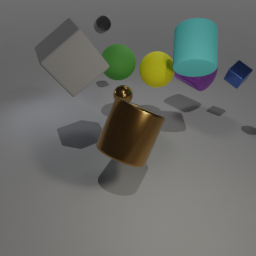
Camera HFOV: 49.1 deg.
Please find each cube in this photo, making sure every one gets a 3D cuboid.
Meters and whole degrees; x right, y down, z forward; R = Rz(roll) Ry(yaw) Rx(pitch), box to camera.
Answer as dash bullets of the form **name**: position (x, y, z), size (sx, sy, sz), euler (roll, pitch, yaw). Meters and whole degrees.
- **cube**: position (4.509, -2.191, 11.488), size (0.700, 0.700, 0.700), euler (-41, 72, -16)
- **cube**: position (-1.648, -2.059, 8.155), size (1.400, 1.400, 1.400), euler (-39, 40, 4)

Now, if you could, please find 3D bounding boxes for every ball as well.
- **ball**: position (1.146, -2.309, 11.093), size (1.400, 1.400, 1.400), euler (0, 31, 0)
- **ball**: position (-0.178, -1.171, 9.946), size (0.700, 0.700, 0.700), euler (0, 31, 0)
- **ball**: position (-0.394, -2.578, 11.013), size (1.400, 1.400, 1.400), euler (0, 31, 0)

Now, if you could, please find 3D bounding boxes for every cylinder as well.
- **cylinder**: position (2.982, -2.554, 12.438), size (1.400, 1.400, 1.400), euler (-23, 46, -33)
- **cylinder**: position (2.194, -2.583, 9.147), size (1.400, 1.400, 1.400), euler (5, -12, 1)
- **cylinder**: position (-1.206, -4.819, 13.083), size (0.700, 0.700, 0.700), euler (-9, 12, -15)
- **cylinder**: position (0.064, 0.100, 7.292), size (1.400, 1.400, 1.400), euler (23, 7, -3)
